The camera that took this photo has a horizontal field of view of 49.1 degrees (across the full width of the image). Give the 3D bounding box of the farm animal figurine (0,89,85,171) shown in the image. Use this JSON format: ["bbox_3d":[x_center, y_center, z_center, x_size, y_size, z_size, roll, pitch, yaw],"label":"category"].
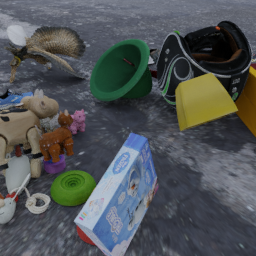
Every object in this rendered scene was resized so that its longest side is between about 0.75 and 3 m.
[{"bbox_3d":[-2.252,-0.218,6.746,2.305,1.436,2.855,-9,14,-4],"label":"farm animal figurine"}]

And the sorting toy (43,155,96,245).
[{"bbox_3d":[-1.076,1.045,5.770,0.982,0.976,2.834,-21,39,-30],"label":"sorting toy"}]

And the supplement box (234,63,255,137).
[{"bbox_3d":[4.665,-0.835,8.220,2.288,1.519,2.256,-2,32,-3],"label":"supplement box"}]

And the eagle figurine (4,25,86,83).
[{"bbox_3d":[-3.286,-3.052,11.518,2.956,2.243,2.230,-3,12,4],"label":"eagle figurine"}]

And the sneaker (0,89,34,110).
[{"bbox_3d":[-3.825,-1.032,9.451,1.270,0.566,0.499,-20,37,-29],"label":"sneaker"}]

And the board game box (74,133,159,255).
[{"bbox_3d":[-0.048,1.171,4.551,0.343,1.582,1.574,18,59,27],"label":"board game box"}]

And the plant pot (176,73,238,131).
[{"bbox_3d":[1.652,-0.607,6.449,1.133,1.000,1.133,-19,-5,1],"label":"plant pot"}]

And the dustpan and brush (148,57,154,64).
[{"bbox_3d":[0.709,-3.165,13.017,1.318,0.541,1.889,17,29,23],"label":"dustpan and brush"}]

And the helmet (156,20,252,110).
[{"bbox_3d":[2.160,-1.667,8.527,2.771,2.641,2.771,3,64,-7],"label":"helmet"}]

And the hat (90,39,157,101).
[{"bbox_3d":[0.504,-1.474,10.247,2.992,2.634,2.478,21,80,46],"label":"hat"}]

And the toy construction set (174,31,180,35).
[{"bbox_3d":[2.476,-2.440,10.976,2.272,1.895,1.746,30,26,8],"label":"toy construction set"}]

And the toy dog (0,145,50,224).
[{"bbox_3d":[-2.373,1.030,5.886,1.164,0.850,1.765,-13,34,-19],"label":"toy dog"}]

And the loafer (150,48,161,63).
[{"bbox_3d":[0.858,-2.449,9.075,0.403,0.353,1.122,-35,23,14],"label":"loafer"}]

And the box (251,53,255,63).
[{"bbox_3d":[5.201,-2.766,12.299,1.920,0.471,1.547,-10,36,-16],"label":"box"}]
